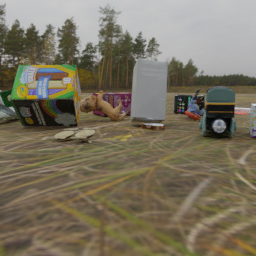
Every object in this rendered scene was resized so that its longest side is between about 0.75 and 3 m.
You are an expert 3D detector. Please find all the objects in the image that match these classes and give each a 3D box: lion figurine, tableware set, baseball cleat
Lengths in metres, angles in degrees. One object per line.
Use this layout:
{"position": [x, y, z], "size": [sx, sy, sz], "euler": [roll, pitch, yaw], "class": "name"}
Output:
{"position": [-0.976, -0.845, 12.317], "size": [2.245, 0.813, 1.375], "euler": [21, 37, 2], "class": "lion figurine"}
{"position": [-1.512, 0.255, 8.047], "size": [1.259, 0.252, 0.832], "euler": [-2, 19, 22], "class": "tableware set"}
{"position": [-5.232, -0.946, 12.057], "size": [0.885, 1.351, 2.539], "euler": [-5, 7, 1], "class": "baseball cleat"}

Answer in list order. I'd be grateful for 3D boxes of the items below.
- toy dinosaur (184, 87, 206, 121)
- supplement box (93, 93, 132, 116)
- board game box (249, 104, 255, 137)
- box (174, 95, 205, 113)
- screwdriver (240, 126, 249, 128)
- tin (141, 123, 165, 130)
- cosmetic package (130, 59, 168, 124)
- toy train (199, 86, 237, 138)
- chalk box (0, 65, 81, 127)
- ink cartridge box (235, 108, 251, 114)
{"position": [3.199, -0.701, 13.302], "size": [2.281, 1.320, 2.513], "euler": [-31, -15, -41], "class": "toy dinosaur"}
{"position": [-0.582, -1.272, 14.751], "size": [2.232, 1.152, 1.461], "euler": [-5, 10, -29], "class": "supplement box"}
{"position": [4.776, -0.203, 8.498], "size": [1.901, 0.979, 0.997], "euler": [3, 10, 20], "class": "board game box"}
{"position": [3.418, -1.323, 15.535], "size": [1.610, 1.000, 1.195], "euler": [3, 9, 16], "class": "box"}
{"position": [4.345, -0.021, 9.978], "size": [0.150, 0.157, 1.076], "euler": [-1, 12, -16], "class": "screwdriver"}
{"position": [0.913, -0.062, 10.242], "size": [0.956, 0.200, 0.535], "euler": [9, 8, 44], "class": "tin"}
{"position": [0.815, -1.387, 10.953], "size": [1.258, 2.355, 1.062], "euler": [7, -7, -9], "class": "cosmetic package"}
{"position": [2.962, -0.593, 9.165], "size": [1.153, 1.542, 2.706], "euler": [3, 10, 16], "class": "toy train"}
{"position": [-3.223, -1.178, 10.388], "size": [2.731, 1.693, 1.705], "euler": [1, -34, -3], "class": "chalk box"}
{"position": [6.130, -0.971, 15.700], "size": [1.268, 0.276, 1.100], "euler": [9, 11, 43], "class": "ink cartridge box"}
